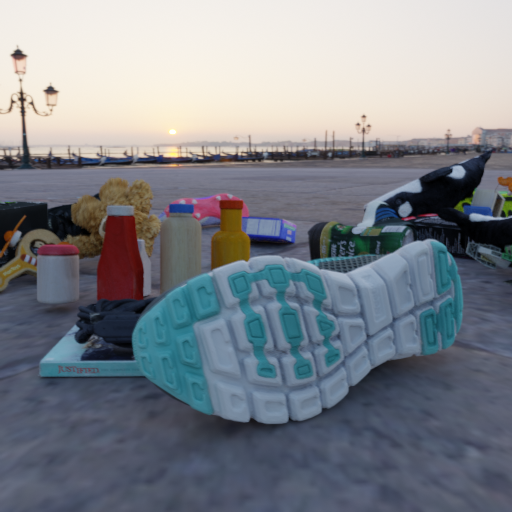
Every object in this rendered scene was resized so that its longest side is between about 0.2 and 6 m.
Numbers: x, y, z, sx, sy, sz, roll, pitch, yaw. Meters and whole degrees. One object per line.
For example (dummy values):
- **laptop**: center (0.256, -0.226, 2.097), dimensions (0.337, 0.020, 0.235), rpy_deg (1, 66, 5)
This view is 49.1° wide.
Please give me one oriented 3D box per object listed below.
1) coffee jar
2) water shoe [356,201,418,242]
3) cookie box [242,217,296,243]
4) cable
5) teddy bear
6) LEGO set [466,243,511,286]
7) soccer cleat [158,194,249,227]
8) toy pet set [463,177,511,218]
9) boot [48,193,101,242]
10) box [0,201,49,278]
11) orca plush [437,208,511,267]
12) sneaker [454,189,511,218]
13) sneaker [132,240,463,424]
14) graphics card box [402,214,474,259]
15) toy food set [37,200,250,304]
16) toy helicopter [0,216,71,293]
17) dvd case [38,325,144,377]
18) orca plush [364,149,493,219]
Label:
- **coffee jar**: center (1.522, -0.076, 8.341), dimensions (1.536, 0.801, 0.655), rpy_deg (6, 27, 32)
- **water shoe**: center (2.304, -0.319, 9.747), dimensions (0.979, 0.887, 2.481), rpy_deg (8, 22, 17)
- **cookie box**: center (0.147, -0.512, 11.077), dimensions (1.079, 0.405, 0.923), rpy_deg (5, -3, 20)
- **cable**: center (-0.963, 0.620, 5.355), dimensions (1.449, 0.368, 1.182), rpy_deg (-2, 6, -9)
- **teddy bear**: center (-2.407, -0.651, 9.218), dimensions (1.697, 0.781, 2.341), rpy_deg (-19, 37, 0)
- **LEGO set**: center (4.143, 0.091, 7.036), dimensions (3.562, 1.009, 2.313), rpy_deg (-14, 11, -39)
- **soccer cleat**: center (-1.204, -1.022, 13.439), dimensions (0.916, 0.799, 2.396), rpy_deg (-15, -5, 44)
- **toy pet set**: center (5.526, -0.975, 12.457), dimensions (1.653, 0.940, 1.770), rpy_deg (11, -12, 46)
- **boot**: center (-3.110, -0.822, 11.756), dimensions (2.524, 0.934, 2.068), rpy_deg (-19, 18, -37)
- **box**: center (-4.320, -0.282, 8.651), dimensions (1.767, 1.098, 1.313), rpy_deg (5, 12, 18)
- **orca plush**: center (3.911, -0.132, 7.917), dimensions (1.099, 1.627, 3.093), rpy_deg (-43, 43, -22)
- **sneaker**: center (6.089, -1.299, 14.747), dimensions (1.073, 0.951, 2.568), rpy_deg (6, 9, -43)
- **sneaker**: center (0.343, 0.598, 4.842), dimensions (3.196, 1.240, 1.458), rpy_deg (-4, -5, -36)
- **graphics card box**: center (3.949, -0.358, 10.304), dimensions (2.366, 0.602, 1.484), rpy_deg (8, 13, 42)
- **toy food set**: center (-1.511, -0.067, 6.707), dimensions (2.759, 1.242, 1.317), rpy_deg (2, 4, 17)
- **toy helicopter**: center (-3.296, 0.040, 7.836), dimensions (0.563, 0.945, 1.428), rpy_deg (-33, 10, 35)
- **dvd case**: center (-1.290, 0.813, 5.490), dimensions (1.140, 0.172, 1.562), rpy_deg (0, 10, 0)
- **orca plush**: center (4.368, -1.202, 13.316), dimensions (4.012, 1.426, 2.111), rpy_deg (-22, -6, -41)
